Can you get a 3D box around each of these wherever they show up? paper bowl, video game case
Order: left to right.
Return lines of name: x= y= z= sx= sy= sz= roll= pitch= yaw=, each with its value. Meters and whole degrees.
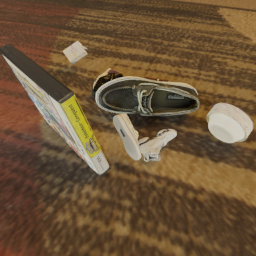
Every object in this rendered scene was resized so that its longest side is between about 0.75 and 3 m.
video game case: x=-1.654 y=-0.391 z=6.398 sx=0.353 sy=2.503 sz=2.770 roll=-40 pitch=52 yaw=-18
paper bowl: x=2.513 y=-0.059 z=7.107 sx=1.120 sy=1.120 sz=0.583 roll=31 pitch=71 yaw=32

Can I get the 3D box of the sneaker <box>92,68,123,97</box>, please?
sneaker: x=-0.635 y=-1.485 z=9.264 sx=0.659 sy=0.570 sz=1.506 roll=20 pitch=46 yaw=14

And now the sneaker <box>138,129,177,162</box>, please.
sneaker: x=0.785 y=0.448 z=6.940 sx=1.065 sy=0.400 sz=0.612 roll=-20 pitch=51 yaw=-3

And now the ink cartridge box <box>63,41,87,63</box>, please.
ink cartridge box: x=-1.893 y=-2.802 z=10.284 sx=0.766 sy=0.479 sz=0.492 roll=-33 pitch=3 yaw=5

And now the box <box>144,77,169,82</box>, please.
box: x=0.884 y=-1.380 z=9.134 sx=0.857 sy=0.321 sz=0.429 roll=11 pitch=50 yaw=17

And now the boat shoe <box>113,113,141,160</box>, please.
boat shoe: x=0.058 y=0.186 z=6.703 sx=0.388 sy=0.424 sz=1.180 roll=-23 pitch=78 yaw=-36

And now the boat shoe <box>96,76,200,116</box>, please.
boat shoe: x=0.559 y=-0.883 z=7.881 sx=2.992 sy=1.078 sz=1.061 roll=-3 pitch=19 yaw=0
